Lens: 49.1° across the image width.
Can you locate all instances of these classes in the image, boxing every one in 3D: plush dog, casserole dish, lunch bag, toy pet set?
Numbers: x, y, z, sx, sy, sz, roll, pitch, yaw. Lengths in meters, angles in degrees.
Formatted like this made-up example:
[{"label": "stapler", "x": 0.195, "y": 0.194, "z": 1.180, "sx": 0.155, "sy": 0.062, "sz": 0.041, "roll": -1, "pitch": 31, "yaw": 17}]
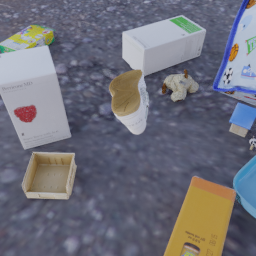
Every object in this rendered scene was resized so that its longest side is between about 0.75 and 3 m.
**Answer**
[{"label": "plush dog", "x": 1.549, "y": -1.430, "z": 8.848, "sx": 1.104, "sy": 0.886, "sz": 0.948, "roll": -34, "pitch": 31, "yaw": -29}, {"label": "casserole dish", "x": 3.316, "y": 1.254, "z": 6.284, "sx": 2.342, "sy": 0.454, "sz": 1.419, "roll": -32, "pitch": 60, "yaw": -26}, {"label": "lunch bag", "x": 3.373, "y": -1.728, "z": 5.474, "sx": 2.383, "sy": 2.803, "sz": 1.736, "roll": 14, "pitch": 4, "yaw": -28}, {"label": "toy pet set", "x": 3.586, "y": -0.159, "z": 7.482, "sx": 1.481, "sy": 0.842, "sz": 1.586, "roll": 25, "pitch": 50, "yaw": 22}]

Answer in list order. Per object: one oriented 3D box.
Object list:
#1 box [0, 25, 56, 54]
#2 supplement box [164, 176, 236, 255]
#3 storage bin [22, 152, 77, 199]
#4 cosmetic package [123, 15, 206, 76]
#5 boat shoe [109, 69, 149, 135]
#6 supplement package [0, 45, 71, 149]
[{"label": "box", "x": -3.814, "y": -3.391, "z": 10.898, "sx": 1.192, "sy": 0.492, "sz": 2.032, "roll": 23, "pitch": 52, "yaw": 21}, {"label": "supplement box", "x": 1.173, "y": 2.264, "z": 5.083, "sx": 0.916, "sy": 0.947, "sz": 2.752, "roll": 19, "pitch": 47, "yaw": 18}, {"label": "storage bin", "x": -1.791, "y": 1.101, "z": 6.510, "sx": 1.012, "sy": 0.474, "sz": 1.005, "roll": 2, "pitch": 45, "yaw": 1}, {"label": "cosmetic package", "x": 1.259, "y": -2.978, "z": 10.036, "sx": 2.662, "sy": 1.129, "sz": 1.432, "roll": -24, "pitch": 52, "yaw": -24}, {"label": "boat shoe", "x": 0.058, "y": -0.530, "z": 5.357, "sx": 0.691, "sy": 0.676, "sz": 1.951, "roll": -18, "pitch": 30, "yaw": 14}, {"label": "supplement package", "x": -2.360, "y": -0.738, "z": 7.122, "sx": 1.309, "sy": 2.159, "sz": 1.293, "roll": -15, "pitch": 48, "yaw": -13}]
